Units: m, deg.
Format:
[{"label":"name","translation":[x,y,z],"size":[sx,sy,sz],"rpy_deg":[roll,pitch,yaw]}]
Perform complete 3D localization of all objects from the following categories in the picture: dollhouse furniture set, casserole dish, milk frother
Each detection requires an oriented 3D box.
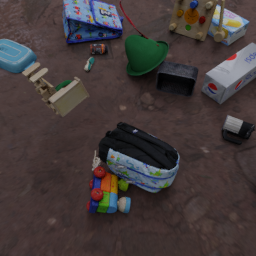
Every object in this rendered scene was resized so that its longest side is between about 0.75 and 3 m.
[{"label":"dollhouse furniture set","translation":[-1.978,-1.117,7.966],"size":[0.965,1.362,1.483],"rpy_deg":[-42,50,-15]},{"label":"casserole dish","translation":[-5.053,-3.165,11.995],"size":[2.341,0.454,1.418],"rpy_deg":[25,57,18]},{"label":"milk frother","translation":[3.682,-0.024,9.348],"size":[0.934,0.993,0.896],"rpy_deg":[22,61,16]}]

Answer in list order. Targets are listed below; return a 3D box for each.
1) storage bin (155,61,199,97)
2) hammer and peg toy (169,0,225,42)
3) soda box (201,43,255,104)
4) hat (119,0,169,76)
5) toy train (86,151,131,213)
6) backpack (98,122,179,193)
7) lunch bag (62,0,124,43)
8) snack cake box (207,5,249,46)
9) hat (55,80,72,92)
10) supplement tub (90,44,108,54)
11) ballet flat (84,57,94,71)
[{"label":"storage bin","translation":[1.856,-1.873,10.698],"size":[1.464,0.990,0.686],"rpy_deg":[14,55,10]},{"label":"hammer and peg toy","translation":[3.218,-4.919,12.406],"size":[2.596,1.910,0.916],"rpy_deg":[25,38,18]},{"label":"soda box","translation":[4.247,-2.182,10.953],"size":[2.940,0.933,1.004],"rpy_deg":[-34,60,-22]},{"label":"hat","translation":[0.173,-3.454,10.825],"size":[1.936,2.057,2.337],"rpy_deg":[-47,36,-6]},{"label":"toy train","translation":[-0.506,1.557,8.378],"size":[1.190,0.870,2.056],"rpy_deg":[12,46,-11]},{"label":"backpack","translation":[0.440,0.893,8.341],"size":[2.193,1.686,1.789],"rpy_deg":[11,26,20]},{"label":"lunch bag","translation":[-1.561,-5.028,13.067],"size":[2.783,1.309,2.095],"rpy_deg":[-3,52,-18]},{"label":"snack cake box","translation":[4.265,-4.912,13.075],"size":[1.289,0.753,2.241],"rpy_deg":[-36,62,-22]},{"label":"hat","translation":[-2.319,-1.728,10.574],"size":[1.153,1.015,0.955],"rpy_deg":[12,55,9]},{"label":"supplement tub","translation":[-1.250,-3.444,12.216],"size":[0.765,0.409,0.409],"rpy_deg":[-1,54,-1]},{"label":"ballet flat","translation":[-1.649,-2.694,11.766],"size":[0.251,0.297,0.787],"rpy_deg":[-6,45,27]}]
